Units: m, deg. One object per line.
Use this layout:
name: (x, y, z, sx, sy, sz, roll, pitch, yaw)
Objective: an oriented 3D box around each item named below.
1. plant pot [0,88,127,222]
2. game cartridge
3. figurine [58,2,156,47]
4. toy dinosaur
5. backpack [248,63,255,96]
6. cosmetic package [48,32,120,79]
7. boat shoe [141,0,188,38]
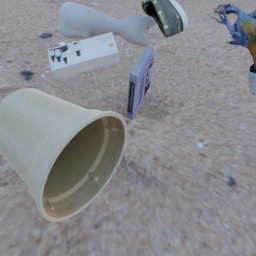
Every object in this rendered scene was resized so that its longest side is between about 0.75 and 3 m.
plant pot: (-1.236, 0.223, 4.534, 1.694, 1.851, 1.851, 30, 48, 25)
game cartridge: (0.214, -0.772, 4.977, 0.227, 1.181, 0.766, 25, 59, 13)
figurine: (-0.412, -3.927, 8.744, 2.908, 1.283, 2.980, 10, 79, 8)
toy dinosaur: (2.826, -2.458, 7.094, 1.297, 2.471, 2.242, -10, 23, 17)
backpack: (3.459, -1.239, 7.289, 0.512, 0.808, 0.674, -26, 29, -19)
cosmetic package: (-0.975, -1.609, 6.207, 1.491, 0.377, 0.615, -16, 68, -1)
boat shoe: (0.766, -3.426, 7.733, 0.692, 0.827, 2.315, -29, 67, -3)
